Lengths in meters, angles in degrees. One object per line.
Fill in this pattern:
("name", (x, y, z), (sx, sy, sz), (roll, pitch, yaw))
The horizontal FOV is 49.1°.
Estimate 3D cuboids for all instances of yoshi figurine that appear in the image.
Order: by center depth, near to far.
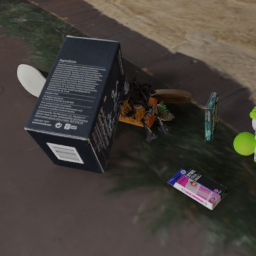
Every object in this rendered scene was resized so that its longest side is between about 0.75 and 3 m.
("yoshi figurine", (3.258, 0.022, 7.193), (1.053, 1.049, 1.874), (39, 56, -18))

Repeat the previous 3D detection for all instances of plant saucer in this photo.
("plant saucer", (1.319, -0.974, 8.562), (1.400, 1.400, 0.206), (3, 87, 3))

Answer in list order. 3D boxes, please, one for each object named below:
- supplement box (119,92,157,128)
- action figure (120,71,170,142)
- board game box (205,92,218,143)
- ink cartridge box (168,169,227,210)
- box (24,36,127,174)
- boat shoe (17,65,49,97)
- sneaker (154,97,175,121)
("supplement box", (-0.231, -0.672, 8.578), (2.159, 0.718, 0.743), (15, 48, 17))
("action figure", (0.368, -0.595, 7.633), (1.168, 1.966, 1.003), (-37, 25, -18))
("board game box", (2.297, -0.331, 7.658), (0.199, 0.957, 1.415), (3, 24, 22))
("ink cartridge box", (1.600, 1.346, 6.599), (0.611, 0.239, 1.290), (-35, 41, -29))
("box", (-1.064, -0.542, 6.965), (1.439, 1.995, 2.689), (9, 63, 10))
("boat shoe", (-2.552, -1.418, 9.155), (2.393, 0.884, 0.722), (27, 31, 17))
("sneaker", (1.045, -0.600, 8.674), (0.400, 0.461, 1.040), (-28, 51, -25))
